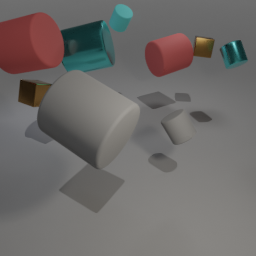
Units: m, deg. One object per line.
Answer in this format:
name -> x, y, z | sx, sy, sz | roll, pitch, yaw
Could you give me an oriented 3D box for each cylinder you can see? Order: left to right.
cylinder -> -2.687, -2.238, 7.533 | 1.400, 1.400, 1.400 | -4, 27, 21
cylinder -> -1.253, -2.465, 8.675 | 1.400, 1.400, 1.400 | -9, 28, 11
cylinder -> -0.717, -0.166, 5.316 | 1.400, 1.400, 1.400 | 32, 39, 14
cylinder -> -0.265, -4.040, 10.319 | 0.700, 0.700, 0.700 | 10, 60, -18
cylinder -> 1.606, -2.884, 11.087 | 1.400, 1.400, 1.400 | -22, 36, -21
cylinder -> 1.325, -0.031, 7.349 | 0.700, 0.700, 0.700 | -30, 11, 7
cylinder -> 3.410, -2.358, 9.045 | 0.700, 0.700, 0.700 | -16, -5, -2

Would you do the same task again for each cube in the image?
cube -> -2.827, -1.070, 8.571 | 0.700, 0.700, 0.700 | 18, 16, 27
cube -> 2.965, -3.216, 11.090 | 0.700, 0.700, 0.700 | 8, 24, 5
